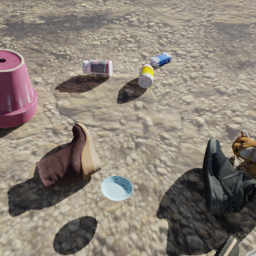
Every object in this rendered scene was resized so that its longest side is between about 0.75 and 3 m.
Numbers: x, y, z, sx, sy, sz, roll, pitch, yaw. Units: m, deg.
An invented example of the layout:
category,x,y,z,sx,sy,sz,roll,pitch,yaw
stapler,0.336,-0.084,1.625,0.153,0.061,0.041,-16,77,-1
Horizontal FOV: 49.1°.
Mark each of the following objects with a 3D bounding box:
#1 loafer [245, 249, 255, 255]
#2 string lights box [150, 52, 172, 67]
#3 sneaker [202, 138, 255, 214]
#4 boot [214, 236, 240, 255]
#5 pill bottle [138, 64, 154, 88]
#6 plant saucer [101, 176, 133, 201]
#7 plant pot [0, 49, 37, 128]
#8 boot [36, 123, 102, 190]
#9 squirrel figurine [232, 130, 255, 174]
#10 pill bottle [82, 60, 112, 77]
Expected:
category,x,y,z,sx,sy,sz,roll,pitch,yaw
loafer,4.140,3.259,7.241,2.514,0.877,0.879,-11,44,-11
string lights box,1.785,-3.690,15.104,1.108,0.327,0.570,-27,49,-26
sneaker,3.239,1.512,9.060,1.537,1.026,2.683,4,46,2
boot,2.545,4.031,6.525,1.701,0.953,2.459,27,63,20
pill bottle,0.888,-2.557,13.610,0.708,0.708,1.296,4,44,4
plant saucer,-0.346,1.869,8.526,0.971,0.187,0.971,6,38,-4
plant pot,-4.990,-1.708,11.173,2.615,2.341,2.615,8,42,-8
boot,-2.217,0.872,9.796,2.023,0.880,2.432,-15,48,-18
squirrel figurine,4.737,0.884,9.634,2.063,1.564,2.210,25,33,38
pill bottle,-1.526,-2.991,14.003,1.399,0.811,0.811,6,43,5
